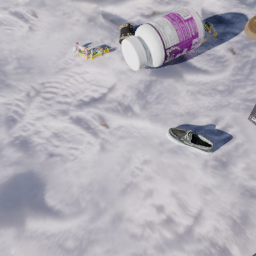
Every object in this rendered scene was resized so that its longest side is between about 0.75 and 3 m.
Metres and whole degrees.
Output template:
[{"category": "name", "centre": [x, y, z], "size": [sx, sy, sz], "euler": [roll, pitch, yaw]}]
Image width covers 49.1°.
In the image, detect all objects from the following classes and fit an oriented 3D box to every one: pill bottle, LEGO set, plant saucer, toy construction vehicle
[{"category": "pill bottle", "centre": [1.213, -3.100, 9.955], "size": [2.741, 1.539, 1.539], "euler": [-29, 63, -15]}, {"category": "LEGO set", "centre": [-1.399, -2.928, 10.439], "size": [1.370, 0.510, 0.630], "euler": [7, 59, 4]}, {"category": "plant saucer", "centre": [5.371, -4.030, 11.001], "size": [1.482, 0.218, 1.482], "euler": [-10, 58, 17]}, {"category": "toy construction vehicle", "centre": [2.993, -3.911, 11.132], "size": [0.838, 0.339, 0.962], "euler": [-17, 60, -10]}]

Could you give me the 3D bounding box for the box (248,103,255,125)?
[{"category": "box", "centre": [4.734, -0.718, 8.755], "size": [1.609, 1.063, 0.923], "euler": [-34, 60, -19]}]

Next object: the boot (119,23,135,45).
[{"category": "boot", "centre": [0.188, -3.701, 10.979], "size": [1.139, 0.417, 0.858], "euler": [-7, 60, 3]}]

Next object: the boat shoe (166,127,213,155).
[{"category": "boat shoe", "centre": [1.896, 0.290, 8.482], "size": [1.499, 0.532, 0.540], "euler": [22, 61, 13]}]
